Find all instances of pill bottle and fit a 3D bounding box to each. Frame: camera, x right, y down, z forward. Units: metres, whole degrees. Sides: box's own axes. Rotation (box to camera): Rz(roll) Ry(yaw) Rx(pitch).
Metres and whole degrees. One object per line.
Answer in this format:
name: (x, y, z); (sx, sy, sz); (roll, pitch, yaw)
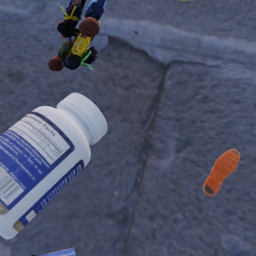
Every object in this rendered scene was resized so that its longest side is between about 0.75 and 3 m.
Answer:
pill bottle: (-1.310, 0.424, 4.123); (1.164, 1.164, 2.098); (38, 62, 13)

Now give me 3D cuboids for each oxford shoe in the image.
oxford shoe: (1.609, 0.764, 4.909); (0.330, 0.337, 0.924); (38, 88, 16)

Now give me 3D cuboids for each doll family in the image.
doll family: (-1.018, -2.073, 5.977); (1.071, 2.729, 1.577); (22, 58, -5)

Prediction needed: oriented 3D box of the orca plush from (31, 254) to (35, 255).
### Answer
orca plush: (-1.149, 2.590, 4.328); (0.702, 1.974, 1.039); (-3, 42, -15)

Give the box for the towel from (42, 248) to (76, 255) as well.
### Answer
towel: (-1.430, 3.160, 5.851); (0.784, 0.129, 1.083); (-13, 69, -1)
